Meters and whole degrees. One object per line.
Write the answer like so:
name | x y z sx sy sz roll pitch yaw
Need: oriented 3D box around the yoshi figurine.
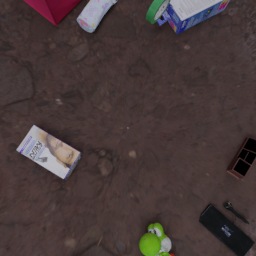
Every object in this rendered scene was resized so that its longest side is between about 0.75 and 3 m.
yoshi figurine | 0.940 4.098 8.517 1.249 1.244 2.222 -19 74 2

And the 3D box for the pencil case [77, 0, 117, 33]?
pencil case | -1.184 -4.560 10.815 0.811 0.743 1.787 35 79 -4

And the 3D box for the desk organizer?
desk organizer | 4.010 0.993 9.559 0.526 0.564 1.466 34 79 8

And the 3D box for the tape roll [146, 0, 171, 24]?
tape roll | 1.004 -3.929 9.116 0.260 1.080 1.080 38 79 4

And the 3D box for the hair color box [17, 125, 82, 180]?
hair color box | -2.657 0.836 9.581 1.915 0.620 1.046 29 78 5

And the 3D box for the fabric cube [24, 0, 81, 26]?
fabric cube | -2.958 -5.879 10.308 2.424 2.378 2.416 40 81 8

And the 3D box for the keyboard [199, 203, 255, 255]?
keyboard | 3.361 3.219 9.224 1.852 0.191 1.177 42 86 8

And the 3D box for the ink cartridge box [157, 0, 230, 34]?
ink cartridge box | 2.241 -4.899 10.742 2.671 1.020 1.822 -28 78 -8
